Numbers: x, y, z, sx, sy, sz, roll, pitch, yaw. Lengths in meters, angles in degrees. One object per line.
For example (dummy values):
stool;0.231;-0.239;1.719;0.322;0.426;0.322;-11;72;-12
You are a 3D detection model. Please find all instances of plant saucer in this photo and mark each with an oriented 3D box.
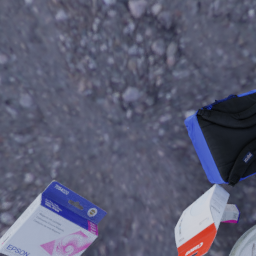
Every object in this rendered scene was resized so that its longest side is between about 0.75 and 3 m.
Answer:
plant saucer;3.751;3.941;8.050;2.947;0.740;2.947;-3;98;-22

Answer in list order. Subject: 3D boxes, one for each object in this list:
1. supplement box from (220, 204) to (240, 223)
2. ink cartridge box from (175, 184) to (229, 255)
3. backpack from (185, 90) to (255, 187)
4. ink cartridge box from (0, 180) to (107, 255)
supplement box;2.893;2.565;8.460;0.801;0.414;0.406;4;109;0
ink cartridge box;1.730;2.633;7.377;0.504;2.132;1.707;41;130;9
backpack;3.101;0.085;7.648;2.625;2.203;2.133;-21;87;-3
ink cartridge box;-1.980;2.896;7.900;2.256;0.488;2.215;-48;122;1
